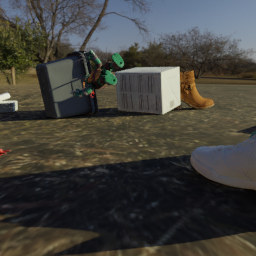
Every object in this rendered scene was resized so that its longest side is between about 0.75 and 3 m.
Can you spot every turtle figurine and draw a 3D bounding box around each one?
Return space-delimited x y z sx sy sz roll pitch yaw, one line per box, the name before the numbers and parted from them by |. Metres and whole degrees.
turtle figurine | -0.735 -1.182 6.260 0.716 1.065 1.423 12 -11 -42

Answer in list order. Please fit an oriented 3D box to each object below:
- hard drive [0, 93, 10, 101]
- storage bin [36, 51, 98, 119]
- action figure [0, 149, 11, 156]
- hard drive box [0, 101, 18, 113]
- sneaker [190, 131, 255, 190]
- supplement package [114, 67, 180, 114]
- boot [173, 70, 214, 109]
hard drive | -6.695 -1.180 12.974 1.997 0.253 1.318 -11 14 19
storage bin | -2.481 -1.623 11.411 1.811 2.696 1.962 -21 22 -34
action figure | -2.878 0.455 4.467 1.160 0.765 2.344 -24 9 7
hard drive box | -5.802 -1.020 13.264 0.905 0.446 1.162 -2 11 -11
sneaker | 1.931 0.432 4.339 0.865 1.017 2.299 -8 14 -31
supplement package | 0.949 -1.840 13.241 2.467 1.858 1.872 8 22 34
boot | 3.192 -1.921 14.070 2.450 1.902 0.939 -1 11 -3
